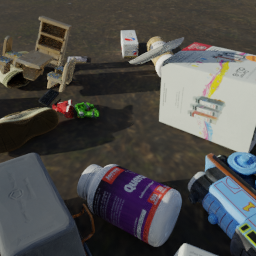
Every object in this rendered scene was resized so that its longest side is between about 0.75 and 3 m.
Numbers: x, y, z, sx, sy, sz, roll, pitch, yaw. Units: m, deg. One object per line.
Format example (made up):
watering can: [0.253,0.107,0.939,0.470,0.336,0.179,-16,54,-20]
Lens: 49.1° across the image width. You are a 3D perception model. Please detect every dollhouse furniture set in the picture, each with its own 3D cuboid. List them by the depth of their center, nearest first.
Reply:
dollhouse furniture set: [-3.291,-3.048,10.807,2.674,1.894,2.911,17,26,-5]

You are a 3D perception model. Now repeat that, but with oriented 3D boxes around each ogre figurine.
ogre figurine: [-1.373,-0.586,9.084,0.621,0.509,1.037,-4,45,-26]

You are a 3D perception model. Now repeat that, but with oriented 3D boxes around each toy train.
toy train: [2.369,1.592,5.387,1.630,1.237,2.853,-21,40,-18]

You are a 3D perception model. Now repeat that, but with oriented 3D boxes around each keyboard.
keyboard: [-2.375,-0.922,8.767,0.562,0.091,0.885,28,36,-6]

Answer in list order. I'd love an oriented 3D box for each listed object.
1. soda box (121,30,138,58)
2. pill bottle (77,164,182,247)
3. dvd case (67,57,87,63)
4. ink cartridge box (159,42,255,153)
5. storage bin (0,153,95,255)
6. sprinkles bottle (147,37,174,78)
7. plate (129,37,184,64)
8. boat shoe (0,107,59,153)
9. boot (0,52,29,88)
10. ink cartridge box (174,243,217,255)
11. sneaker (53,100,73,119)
soda box: [0.055,-4.269,14.158,0.758,0.709,2.227,-2,35,-3]
pill bottle: [-0.016,1.434,5.636,1.986,1.117,1.117,19,39,25]
dvd case: [-2.399,-3.220,13.213,0.914,0.073,0.680,-2,35,-3]
ink cartridge box: [2.712,-1.004,8.268,2.905,2.101,2.111,24,41,30]
storage bin: [-1.520,1.661,4.853,1.809,1.670,2.486,-19,40,-25]
sprinkles bottle: [1.509,-3.132,12.291,0.979,0.979,2.868,-3,35,-5]
plate: [0.833,-2.114,7.823,1.246,0.201,1.243,-17,11,42]
boat shoe: [-3.215,-0.001,7.995,2.445,0.882,0.794,-27,31,-33]
boot: [-4.432,-2.360,11.385,1.639,0.764,2.119,24,47,31]
ink cartridge box: [1.119,2.797,3.606,1.458,0.826,1.990,20,42,5]
sneaker: [-2.149,-0.555,9.194,0.647,0.439,1.120,-11,23,-2]
